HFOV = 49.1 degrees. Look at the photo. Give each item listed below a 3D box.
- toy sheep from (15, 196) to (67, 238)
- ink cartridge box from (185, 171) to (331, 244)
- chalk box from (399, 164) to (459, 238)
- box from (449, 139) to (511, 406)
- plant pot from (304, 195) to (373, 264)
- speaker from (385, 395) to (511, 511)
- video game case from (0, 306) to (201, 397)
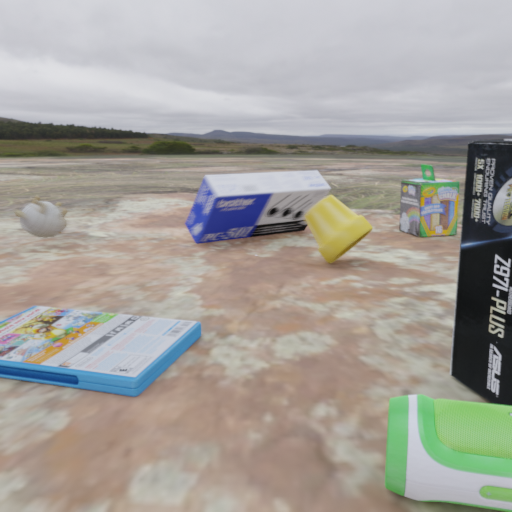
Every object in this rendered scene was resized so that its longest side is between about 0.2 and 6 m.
[{"bbox_3d":[-3.846,-0.672,10.032,0.721,0.721,1.046,9,-7,35],"label":"toy sheep"},{"bbox_3d":[0.063,-0.969,10.844,2.671,1.256,0.591,-8,54,-35],"label":"ink cartridge box"},{"bbox_3d":[3.564,-1.166,11.555,0.884,1.428,0.889,-3,13,-13],"label":"chalk box"},{"bbox_3d":[3.011,0.088,4.574,2.520,2.064,1.085,-3,13,-18],"label":"box"},{"bbox_3d":[1.260,-0.479,9.002,0.908,0.854,0.908,-36,-9,-7],"label":"plant pot"},{"bbox_3d":[1.476,1.150,3.182,1.429,0.632,0.632,3,13,14],"label":"speaker"},{"bbox_3d":[-1.742,0.857,5.455,2.036,0.181,1.457,4,14,15],"label":"video game case"}]
